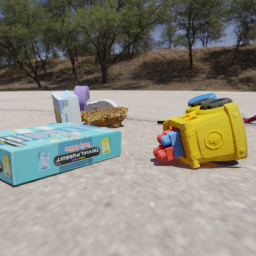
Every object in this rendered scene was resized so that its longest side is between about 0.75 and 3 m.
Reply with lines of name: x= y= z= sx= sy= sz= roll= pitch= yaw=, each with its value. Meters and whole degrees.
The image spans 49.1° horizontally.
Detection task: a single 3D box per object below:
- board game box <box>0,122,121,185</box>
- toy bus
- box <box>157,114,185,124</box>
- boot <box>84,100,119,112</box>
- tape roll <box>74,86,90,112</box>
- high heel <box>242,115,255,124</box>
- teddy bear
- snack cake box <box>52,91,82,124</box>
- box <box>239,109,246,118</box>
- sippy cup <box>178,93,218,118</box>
board game box: x=-1.988 y=0.458 z=6.986 sx=2.251 sy=0.700 sz=2.982 roll=9 pitch=13 yaw=41
toy bus: x=1.579 y=0.197 z=7.132 sx=2.111 sy=1.492 sz=2.199 roll=-17 pitch=9 yaw=-5
box: x=2.450 y=-0.423 z=12.909 sx=1.531 sy=0.199 sz=1.872 roll=1 pitch=12 yaw=37
boot: x=-1.070 y=-1.093 z=14.901 sx=1.283 sy=1.033 sz=2.840 roll=-15 pitch=16 yaw=-38
tape roll: x=-2.730 y=-1.685 z=16.700 sx=0.683 sy=1.608 sz=1.608 roll=1 pitch=10 yaw=2
high heel: x=5.640 y=-0.561 z=12.812 sx=1.513 sy=0.727 sz=0.510 roll=5 pitch=11 yaw=28
teddy bear: x=-1.127 y=-0.421 z=12.327 sx=2.419 sy=0.808 sz=1.754 roll=-3 pitch=-3 yaw=12
snack cake box: x=-2.538 y=-0.730 z=11.471 sx=0.777 sy=1.329 sz=2.311 roll=-13 pitch=16 yaw=-18
box: x=5.769 y=-0.771 z=14.924 sx=0.604 sy=0.422 sz=0.793 roll=-7 pitch=12 yaw=-33
sippy cup: x=2.663 y=-0.464 z=9.548 sx=1.760 sy=1.290 sz=1.382 roll=-24 pitch=14 yaw=-21
